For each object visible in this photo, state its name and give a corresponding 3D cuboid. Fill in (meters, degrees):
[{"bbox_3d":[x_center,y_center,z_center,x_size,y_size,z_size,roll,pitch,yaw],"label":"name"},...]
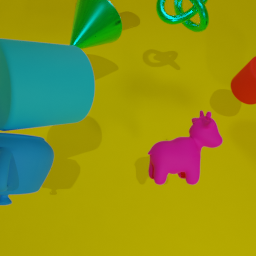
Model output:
[{"bbox_3d":[-1.093,-2.354,7.056,1.422,1.422,1.427,22,58,16],"label":"cone"},{"bbox_3d":[1.550,-3.028,7.109,1.461,1.367,0.675,-20,34,32],"label":"knot shape"},{"bbox_3d":[0.949,0.313,4.758,1.264,1.244,0.694,2,7,-13],"label":"cow figurine"},{"bbox_3d":[3.175,-1.173,6.920,0.909,0.909,0.909,4,67,-10],"label":"cylinder"},{"bbox_3d":[-1.233,-0.584,3.834,1.139,1.139,1.139,-9,46,-43],"label":"cylinder"},{"bbox_3d":[-1.596,0.534,3.701,1.163,1.871,0.916,6,84,-19],"label":"teapot"}]
